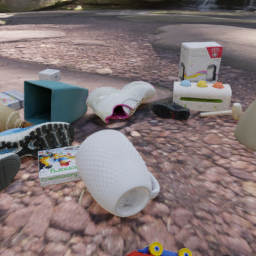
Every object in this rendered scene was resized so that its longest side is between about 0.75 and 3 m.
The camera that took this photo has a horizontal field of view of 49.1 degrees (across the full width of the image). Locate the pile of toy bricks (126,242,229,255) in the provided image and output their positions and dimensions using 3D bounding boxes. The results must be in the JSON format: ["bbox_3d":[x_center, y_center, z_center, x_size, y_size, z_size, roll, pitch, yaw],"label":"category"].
[{"bbox_3d":[1.161,2.532,3.741,2.713,1.505,1.339,15,56,-5],"label":"pile of toy bricks"}]

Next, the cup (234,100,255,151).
[{"bbox_3d":[4.330,-0.232,8.544,1.844,1.319,1.844,0,29,0],"label":"cup"}]

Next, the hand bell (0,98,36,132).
[{"bbox_3d":[-3.157,-0.045,8.764,2.633,1.371,1.371,17,30,3],"label":"hand bell"}]

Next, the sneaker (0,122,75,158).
[{"bbox_3d":[-2.845,0.249,8.003,2.625,1.029,1.181,-12,27,-21],"label":"sneaker"}]

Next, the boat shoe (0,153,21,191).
[{"bbox_3d":[-3.595,1.234,6.312,0.777,0.893,2.424,24,43,30],"label":"boat shoe"}]

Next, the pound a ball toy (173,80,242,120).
[{"bbox_3d":[2.944,-1.158,10.551,2.470,1.049,1.610,5,28,9],"label":"pound a ball toy"}]

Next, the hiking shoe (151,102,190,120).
[{"bbox_3d":[1.550,-0.661,10.266,1.431,0.542,0.720,15,25,6],"label":"hiking shoe"}]

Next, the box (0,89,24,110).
[{"bbox_3d":[-4.912,-0.976,10.938,1.399,0.370,1.795,22,36,36],"label":"box"}]

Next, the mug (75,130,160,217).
[{"bbox_3d":[-0.067,1.097,6.260,1.874,1.384,1.643,18,20,-37],"label":"mug"}]

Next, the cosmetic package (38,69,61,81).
[{"bbox_3d":[-3.844,-2.557,13.757,0.761,0.468,0.759,11,30,22],"label":"cosmetic package"}]

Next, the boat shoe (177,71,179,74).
[{"bbox_3d":[3.009,-2.775,14.396,0.953,0.340,0.307,6,-6,12],"label":"boat shoe"}]

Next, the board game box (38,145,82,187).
[{"bbox_3d":[-1.394,0.910,7.448,1.887,0.327,1.191,-9,30,-15],"label":"board game box"}]

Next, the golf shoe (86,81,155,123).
[{"bbox_3d":[-0.041,-0.907,10.359,2.975,1.120,1.361,-16,56,-32],"label":"golf shoe"}]

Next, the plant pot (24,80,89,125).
[{"bbox_3d":[-2.393,-0.926,9.850,1.401,1.401,1.983,18,22,30],"label":"plant pot"}]

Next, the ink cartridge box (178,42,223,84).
[{"bbox_3d":[3.049,-2.550,12.037,1.541,2.087,0.894,-7,30,-12],"label":"ink cartridge box"}]
